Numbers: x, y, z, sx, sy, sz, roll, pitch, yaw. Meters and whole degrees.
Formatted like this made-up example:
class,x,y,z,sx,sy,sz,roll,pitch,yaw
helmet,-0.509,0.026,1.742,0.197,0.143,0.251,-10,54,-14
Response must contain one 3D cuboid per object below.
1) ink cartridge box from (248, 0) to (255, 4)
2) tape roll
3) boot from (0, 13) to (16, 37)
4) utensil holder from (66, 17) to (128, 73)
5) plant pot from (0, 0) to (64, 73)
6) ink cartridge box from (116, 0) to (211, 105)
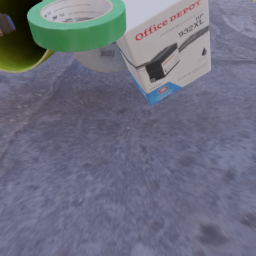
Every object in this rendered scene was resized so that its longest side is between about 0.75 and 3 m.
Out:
class,x,y,z,sx,sy,sz,roll,pitch,yaw
ink cartridge box,2.710,-3.413,6.316,0.839,0.505,1.154,54,23,10
tape roll,-0.613,-1.347,3.477,1.187,0.285,1.187,-2,43,2
boot,-2.987,-2.580,6.559,0.428,0.883,0.330,-25,4,-24
utensil holder,-0.681,-3.529,8.392,2.515,2.515,2.959,-7,54,-9
plant pot,-2.522,-2.609,7.294,2.082,2.082,2.225,5,19,7
ink cartridge box,0.794,-1.930,6.285,1.828,2.520,1.055,-30,58,1
